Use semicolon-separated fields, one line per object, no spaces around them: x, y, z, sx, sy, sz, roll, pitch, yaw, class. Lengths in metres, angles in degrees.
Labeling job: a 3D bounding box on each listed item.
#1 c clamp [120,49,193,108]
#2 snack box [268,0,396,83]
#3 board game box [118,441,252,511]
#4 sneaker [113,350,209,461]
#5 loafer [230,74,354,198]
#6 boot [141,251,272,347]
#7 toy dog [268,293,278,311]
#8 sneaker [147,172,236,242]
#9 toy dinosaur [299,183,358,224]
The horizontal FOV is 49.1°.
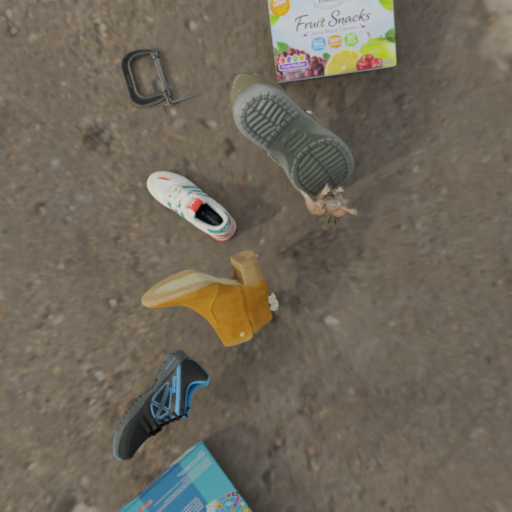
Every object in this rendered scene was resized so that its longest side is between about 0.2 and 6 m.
-2.251;-3.903;12.294;1.315;0.208;1.539;-23;84;2;c clamp
1.573;-4.692;11.685;2.487;0.659;1.769;-6;106;6;snack box
-0.987;5.287;10.002;2.258;0.702;2.991;-31;81;-44;board game box
-1.691;2.739;9.942;0.879;0.785;2.146;31;75;14;sneaker
0.724;-2.336;10.666;1.318;3.504;1.220;-35;52;15;loafer
-0.779;0.995;10.060;2.272;0.799;1.627;-21;118;-18;boot
0.182;1.015;11.334;0.490;0.475;0.342;-12;109;-12;toy dog
-1.332;-1.124;11.438;2.147;1.004;0.756;36;84;5;sneaker
1.374;-0.984;11.010;1.361;0.922;0.584;3;77;-22;toy dinosaur
